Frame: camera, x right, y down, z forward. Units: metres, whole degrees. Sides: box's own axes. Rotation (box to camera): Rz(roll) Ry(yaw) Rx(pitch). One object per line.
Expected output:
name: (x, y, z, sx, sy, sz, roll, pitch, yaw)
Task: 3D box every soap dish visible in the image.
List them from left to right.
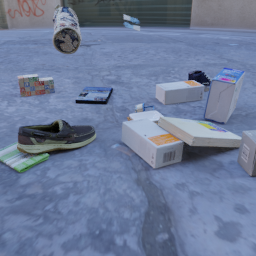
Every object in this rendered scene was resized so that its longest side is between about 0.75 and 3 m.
soap dish: (0.781, -0.235, 11.532, 1.393, 0.566, 1.096, -10, 28, -19)

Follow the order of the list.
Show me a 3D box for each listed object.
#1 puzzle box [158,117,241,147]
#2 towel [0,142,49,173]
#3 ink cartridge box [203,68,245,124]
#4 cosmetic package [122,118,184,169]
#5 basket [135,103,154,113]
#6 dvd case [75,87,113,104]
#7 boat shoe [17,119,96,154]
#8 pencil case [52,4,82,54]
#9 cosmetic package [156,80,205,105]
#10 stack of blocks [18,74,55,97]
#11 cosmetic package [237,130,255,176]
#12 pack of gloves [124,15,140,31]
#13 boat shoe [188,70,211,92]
puzzle box: (2.652, 0.158, 10.063, 2.735, 0.348, 1.819, 5, 19, -34)
towel: (-3.633, 0.962, 9.511, 1.616, 0.248, 1.205, 21, 35, 33)
ink cartridge box: (4.472, -1.587, 12.796, 1.057, 1.889, 2.769, 20, 31, 25)
cosmetic package: (0.785, 0.451, 9.794, 1.126, 0.791, 2.220, -11, 27, -29)
basket: (0.755, -0.816, 12.663, 0.844, 0.587, 0.745, -8, 21, 13)
dvd case: (-1.772, -1.789, 15.189, 1.639, 0.202, 2.297, 3, 26, 4)
boat shoe: (-2.406, 0.187, 9.970, 2.968, 0.962, 1.086, -13, 29, -40)
pencil case: (-2.369, -3.757, 10.629, 1.138, 0.990, 2.544, 34, 24, -34)
cosmetic package: (2.710, -1.888, 14.689, 2.263, 0.806, 1.148, -9, 27, -17)
stack of blocks: (-5.055, -2.405, 15.481, 1.821, 1.048, 0.533, -10, 28, -21)
cosmetic package: (4.776, 0.710, 8.845, 2.274, 1.215, 1.026, -4, 25, -5)
pack of gloves: (0.154, -4.977, 13.368, 0.855, 0.169, 0.718, 9, 66, -21)
boat shoe: (4.446, -2.762, 16.108, 2.468, 1.145, 0.922, -15, 29, -27)
